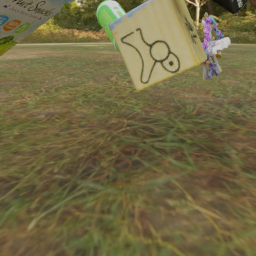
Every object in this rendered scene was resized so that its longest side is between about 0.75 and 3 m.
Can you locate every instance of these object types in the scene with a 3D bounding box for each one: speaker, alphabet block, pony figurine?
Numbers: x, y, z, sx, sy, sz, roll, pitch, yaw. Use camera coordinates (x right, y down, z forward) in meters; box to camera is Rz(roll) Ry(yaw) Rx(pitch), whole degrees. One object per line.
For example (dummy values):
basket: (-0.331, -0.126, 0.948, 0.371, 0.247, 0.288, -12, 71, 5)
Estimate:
speaker: (-0.368, -3.822, 10.526, 1.150, 1.150, 2.601, -8, 47, -21)
alphabet block: (0.761, -1.984, 6.545, 1.584, 1.622, 1.593, -19, 10, 28)
pony figurine: (2.218, -2.163, 7.802, 1.335, 1.603, 1.547, 0, 47, 27)

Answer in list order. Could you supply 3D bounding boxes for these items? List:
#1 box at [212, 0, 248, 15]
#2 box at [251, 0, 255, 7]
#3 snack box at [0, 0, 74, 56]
box: (1.232, -2.798, 4.689, 1.521, 0.374, 1.575, 55, 15, 30)
box: (2.979, -2.366, 5.585, 0.682, 0.996, 0.199, -41, 10, -13)
snack box: (-2.331, -2.405, 5.186, 2.777, 0.940, 2.342, -32, 7, 14)
